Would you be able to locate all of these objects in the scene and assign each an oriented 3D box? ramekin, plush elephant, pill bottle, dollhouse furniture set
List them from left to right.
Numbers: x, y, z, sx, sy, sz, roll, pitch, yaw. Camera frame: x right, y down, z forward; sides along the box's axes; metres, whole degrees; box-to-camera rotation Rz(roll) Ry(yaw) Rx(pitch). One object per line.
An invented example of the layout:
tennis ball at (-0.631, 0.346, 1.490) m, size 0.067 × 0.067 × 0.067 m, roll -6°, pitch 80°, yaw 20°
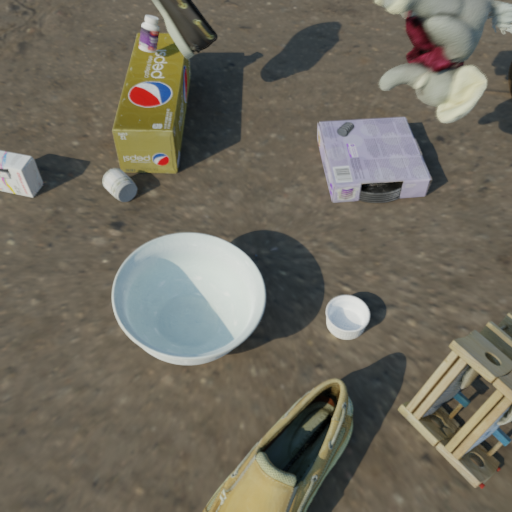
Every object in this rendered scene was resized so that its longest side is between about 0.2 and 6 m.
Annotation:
pill bottle at (-2.299, -4.796, 12.097) m, size 0.389 × 0.698 × 0.389 m, roll 12°, pitch 34°, yaw -8°
ramekin at (1.505, 1.046, 9.327) m, size 0.720 × 0.351 × 0.720 m, roll 0°, pitch 50°, yaw 0°
plush elephant at (2.832, -3.264, 9.008) m, size 2.394 × 1.853 × 1.971 m, roll 9°, pitch 29°, yaw -8°
dollhouse furniture set at (3.493, 2.008, 8.154) m, size 2.087 × 1.471 × 1.462 m, roll -9°, pitch 45°, yaw -46°

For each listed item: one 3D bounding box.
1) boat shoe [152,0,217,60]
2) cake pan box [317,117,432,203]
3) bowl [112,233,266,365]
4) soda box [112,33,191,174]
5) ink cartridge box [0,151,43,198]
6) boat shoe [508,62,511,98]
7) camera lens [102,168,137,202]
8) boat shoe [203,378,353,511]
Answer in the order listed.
boat shoe at (-1.740, -5.306, 11.073) m, size 0.836 × 2.778 × 0.990 m, roll -27°, pitch 42°, yaw 9°
cake pan box at (2.398, -2.025, 11.691) m, size 1.976 × 0.561 × 2.145 m, roll -6°, pitch 51°, yaw -2°
bowl at (-1.074, 0.834, 8.957) m, size 2.350 × 1.056 × 2.350 m, roll 5°, pitch 52°, yaw -6°
soda box at (-2.226, -3.492, 12.464) m, size 1.238 × 1.170 × 3.655 m, roll 1°, pitch 51°, yaw -1°
ink cartridge box at (-4.953, -1.666, 11.239) m, size 1.068 × 0.788 × 0.457 m, roll 13°, pitch 52°, yaw 11°
boat shoe at (6.681, -3.588, 12.805) m, size 1.089 × 1.025 × 2.861 m, roll 5°, pitch 59°, yaw -12°
camera lens at (-2.743, -1.424, 11.230) m, size 0.493 × 0.493 × 0.616 m, roll -34°, pitch 59°, yaw -24°
boat shoe at (0.134, 2.958, 7.147) m, size 1.249 × 1.328 × 3.487 m, roll 25°, pitch 55°, yaw 19°
